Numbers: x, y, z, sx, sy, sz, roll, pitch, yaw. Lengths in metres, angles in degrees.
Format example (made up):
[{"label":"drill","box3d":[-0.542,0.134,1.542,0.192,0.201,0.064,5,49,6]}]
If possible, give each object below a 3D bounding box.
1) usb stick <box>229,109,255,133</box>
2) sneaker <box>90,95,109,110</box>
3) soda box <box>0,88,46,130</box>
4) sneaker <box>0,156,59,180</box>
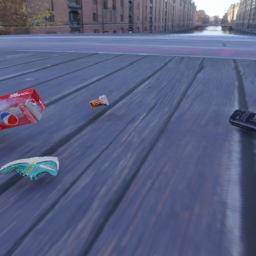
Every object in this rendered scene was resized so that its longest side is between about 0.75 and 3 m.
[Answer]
[{"label":"usb stick","box3d":[3.720,-0.026,7.326,0.608,0.357,2.191,-46,40,-17]},{"label":"sneaker","box3d":[-0.975,-0.832,9.204,0.518,0.359,0.924,-23,-4,12]},{"label":"soda box","box3d":[-3.122,-0.397,7.052,1.930,0.612,0.676,-10,43,14]},{"label":"sneaker","box3d":[-1.916,0.804,5.464,1.106,0.440,0.429,-6,-8,-6]}]
